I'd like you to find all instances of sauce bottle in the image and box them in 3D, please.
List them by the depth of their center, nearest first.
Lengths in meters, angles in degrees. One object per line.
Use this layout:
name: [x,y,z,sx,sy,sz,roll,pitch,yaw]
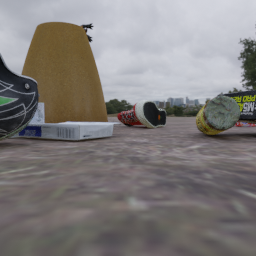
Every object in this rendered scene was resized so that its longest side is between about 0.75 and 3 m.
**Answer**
sauce bottle: [1.699,-0.160,5.622,0.627,0.627,1.937,0,-7,7]

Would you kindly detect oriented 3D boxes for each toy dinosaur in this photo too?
toy dinosaur: [-1.970,-3.950,11.473,1.011,1.490,0.761,-18,-29,-37]

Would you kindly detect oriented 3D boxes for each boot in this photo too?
boot: [0.208,-0.398,9.402,1.670,0.838,2.314,1,-5,22]

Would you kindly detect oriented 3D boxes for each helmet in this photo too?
helmet: [-2.010,-0.414,3.951,1.371,1.307,1.371,-41,8,7]

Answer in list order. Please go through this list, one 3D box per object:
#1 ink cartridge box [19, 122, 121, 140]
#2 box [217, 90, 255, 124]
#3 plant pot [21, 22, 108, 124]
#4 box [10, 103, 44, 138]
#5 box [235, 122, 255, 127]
ink cartridge box: [-1.043,0.037,5.274,1.389,0.283,1.392,1,3,28]
box: [3.469,-0.285,5.666,2.626,0.581,2.104,7,1,-14]
plant pot: [-1.908,-1.377,7.992,2.691,2.887,2.691,0,4,0]
box: [-2.043,-0.163,5.418,0.369,0.674,0.763,2,2,38]
box: [4.394,-0.371,10.396,0.588,0.614,1.232,2,3,33]
